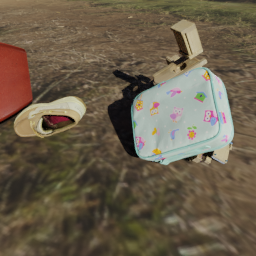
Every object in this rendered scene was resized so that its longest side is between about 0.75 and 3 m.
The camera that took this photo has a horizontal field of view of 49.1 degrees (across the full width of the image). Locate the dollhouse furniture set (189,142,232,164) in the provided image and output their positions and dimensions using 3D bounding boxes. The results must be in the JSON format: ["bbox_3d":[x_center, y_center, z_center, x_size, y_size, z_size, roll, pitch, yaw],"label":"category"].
[{"bbox_3d":[2.080,0.674,7.162,0.966,0.630,0.912,28,60,-9],"label":"dollhouse furniture set"}]

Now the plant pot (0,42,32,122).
[{"bbox_3d":[-4.368,-1.485,8.421,2.481,2.483,2.188,12,23,35],"label":"plant pot"}]

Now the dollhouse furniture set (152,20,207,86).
[{"bbox_3d":[1.192,-1.807,8.572,1.483,2.668,2.359,-33,36,-2],"label":"dollhouse furniture set"}]

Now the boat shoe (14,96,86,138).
[{"bbox_3d":[-2.227,-0.181,7.521,2.297,0.850,0.763,-19,36,23],"label":"boat shoe"}]

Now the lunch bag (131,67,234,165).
[{"bbox_3d":[1.165,-0.161,6.548,2.332,1.870,0.899,-22,-22,37],"label":"lunch bag"}]
